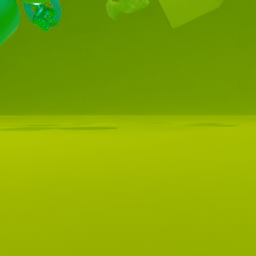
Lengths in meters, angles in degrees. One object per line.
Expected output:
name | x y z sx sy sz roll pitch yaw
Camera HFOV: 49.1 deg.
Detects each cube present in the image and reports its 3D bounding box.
cube | 1.593 -3.569 7.029 1.313 1.313 1.313 -13 30 41

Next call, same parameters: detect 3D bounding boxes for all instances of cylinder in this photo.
cylinder | -2.982 -2.161 5.505 1.271 1.271 1.271 0 41 7

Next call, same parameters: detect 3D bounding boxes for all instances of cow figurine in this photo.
cow figurine | -2.627 -3.455 8.307 0.971 0.986 0.541 28 -28 -10
cow figurine | -0.076 -4.077 9.266 1.275 0.700 1.255 -27 23 -23

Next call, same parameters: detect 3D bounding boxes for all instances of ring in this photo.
ring | -2.820 -3.939 9.235 1.309 1.309 0.262 1 40 15

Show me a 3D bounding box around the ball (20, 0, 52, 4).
ball | -1.834 -3.106 5.312 1.391 1.391 1.391 0 3 0
